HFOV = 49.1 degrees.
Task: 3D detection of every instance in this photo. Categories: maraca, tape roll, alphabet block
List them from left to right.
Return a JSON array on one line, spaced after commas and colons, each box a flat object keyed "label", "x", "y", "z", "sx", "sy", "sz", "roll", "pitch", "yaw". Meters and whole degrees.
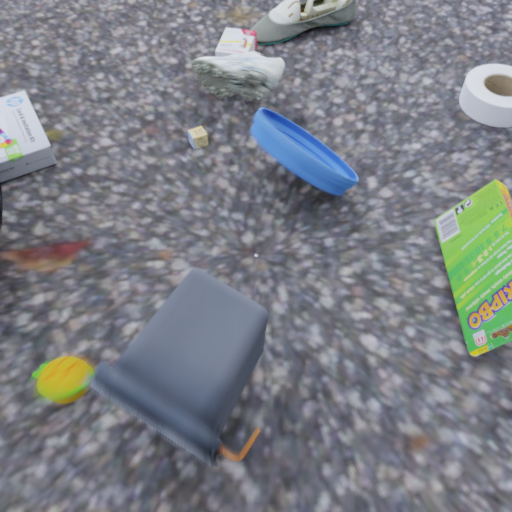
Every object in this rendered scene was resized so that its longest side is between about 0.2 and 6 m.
[{"label": "maraca", "x": -2.419, "y": 1.507, "z": 7.008, "sx": 0.668, "sy": 0.521, "sz": 0.974, "roll": -18, "pitch": 23, "yaw": -34}, {"label": "alphabet block", "x": -1.048, "y": -2.122, "z": 10.063, "sx": 0.279, "sy": 0.272, "sz": 0.274, "roll": -23, "pitch": 58, "yaw": -15}, {"label": "tape roll", "x": 4.609, "y": -3.049, "z": 10.636, "sx": 1.371, "sy": 0.479, "sz": 1.371, "roll": 0, "pitch": 52, "yaw": 0}]

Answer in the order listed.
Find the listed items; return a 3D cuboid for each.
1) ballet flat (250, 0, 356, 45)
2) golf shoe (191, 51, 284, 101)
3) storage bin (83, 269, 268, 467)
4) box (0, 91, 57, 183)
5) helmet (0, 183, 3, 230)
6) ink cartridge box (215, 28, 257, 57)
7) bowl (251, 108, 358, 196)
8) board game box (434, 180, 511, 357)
[{"label": "ballet flat", "x": 1.006, "y": -5.312, "z": 12.159, "sx": 2.571, "sy": 0.819, "sz": 0.866, "roll": -19, "pitch": 55, "yaw": -14}, {"label": "golf shoe", "x": -0.324, "y": -3.474, "z": 10.544, "sx": 1.930, "sy": 0.756, "sz": 0.939, "roll": 24, "pitch": 60, "yaw": 32}, {"label": "storage bin", "x": -0.550, "y": 1.251, "z": 6.000, "sx": 1.640, "sy": 2.254, "sz": 1.514, "roll": 30, "pitch": 72, "yaw": 10}, {"label": "box", "x": -4.877, "y": -1.912, "z": 9.783, "sx": 2.272, "sy": 0.468, "sz": 1.772, "roll": -22, "pitch": 56, "yaw": -17}, {"label": "helmet", "x": -4.893, "y": -0.500, "z": 7.092, "sx": 3.161, "sy": 3.013, "sz": 3.161, "roll": 17, "pitch": 18, "yaw": -6}, {"label": "ink cartridge box", "x": -0.412, "y": -4.297, "z": 11.646, "sx": 0.684, "sy": 0.393, "sz": 0.942, "roll": 10, "pitch": 53, "yaw": 7}, {"label": "bowl", "x": 0.749, "y": -1.638, "z": 8.914, "sx": 1.933, "sy": 0.379, "sz": 1.933, "roll": 31, "pitch": 21, "yaw": -13}, {"label": "board game box", "x": 3.239, "y": 0.159, "z": 7.800, "sx": 0.362, "sy": 1.154, "sz": 2.415, "roll": 26, "pitch": 45, "yaw": -27}]
